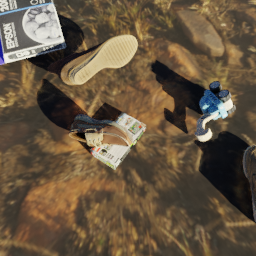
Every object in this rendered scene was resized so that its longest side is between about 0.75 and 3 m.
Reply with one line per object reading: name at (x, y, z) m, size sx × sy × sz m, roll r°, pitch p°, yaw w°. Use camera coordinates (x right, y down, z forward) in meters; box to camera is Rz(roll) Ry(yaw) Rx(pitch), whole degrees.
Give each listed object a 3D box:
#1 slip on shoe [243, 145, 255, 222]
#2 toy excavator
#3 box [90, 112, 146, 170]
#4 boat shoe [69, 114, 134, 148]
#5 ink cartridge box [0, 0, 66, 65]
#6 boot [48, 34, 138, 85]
slip on shoe at (3.160, 1.239, 6.471) m, size 0.774 × 0.617 × 2.036 m, roll 7°, pitch 57°, yaw 5°
toy excavator at (2.212, -0.408, 7.531) m, size 1.362 × 0.680 × 1.325 m, roll -34°, pitch 42°, yaw 8°
box at (-0.232, 0.297, 7.300) m, size 0.793 × 0.250 × 1.441 m, roll 30°, pitch 62°, yaw 18°
boat shoe at (-0.699, 0.203, 6.801) m, size 1.871 × 0.709 × 0.672 m, roll 12°, pitch 58°, yaw 38°
ink cartridge box at (-3.422, -3.231, 8.769) m, size 2.478 × 0.538 × 2.454 m, roll -17°, pitch 67°, yaw -6°
boot at (-1.093, -2.122, 8.190) m, size 2.346 × 0.849 × 1.951 m, roll -36°, pitch 36°, yaw -18°
